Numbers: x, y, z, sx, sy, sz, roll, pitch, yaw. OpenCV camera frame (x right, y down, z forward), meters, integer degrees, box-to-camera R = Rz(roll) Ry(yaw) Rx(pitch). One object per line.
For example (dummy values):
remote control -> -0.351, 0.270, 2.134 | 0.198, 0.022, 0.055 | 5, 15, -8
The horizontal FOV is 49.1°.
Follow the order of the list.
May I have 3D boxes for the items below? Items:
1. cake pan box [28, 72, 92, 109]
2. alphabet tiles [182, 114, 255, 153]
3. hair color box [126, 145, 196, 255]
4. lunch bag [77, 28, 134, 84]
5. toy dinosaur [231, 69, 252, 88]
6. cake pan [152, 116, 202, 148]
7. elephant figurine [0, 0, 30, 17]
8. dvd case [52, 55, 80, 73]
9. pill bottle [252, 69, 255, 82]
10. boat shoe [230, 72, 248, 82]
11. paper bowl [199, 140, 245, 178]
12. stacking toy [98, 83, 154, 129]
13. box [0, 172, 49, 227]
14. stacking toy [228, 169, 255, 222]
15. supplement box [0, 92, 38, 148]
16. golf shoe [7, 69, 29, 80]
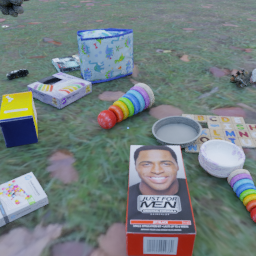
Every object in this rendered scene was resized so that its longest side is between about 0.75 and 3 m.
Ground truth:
cake pan box -> -2.603, -1.494, 10.711 | 1.852, 0.484, 1.706 | 23, 38, 30
alphabet tiles -> 2.910, 0.177, 8.571 | 2.418, 0.091, 2.021 | 3, 34, 5
hair color box -> 0.627, 1.426, 6.105 | 1.282, 0.774, 2.526 | 0, 33, 2
lunch bag -> -0.877, -3.078, 11.734 | 2.285, 1.943, 1.456 | -10, 36, -13
toy dinosaur -> 4.687, -1.997, 11.458 | 1.422, 0.547, 0.727 | -18, 79, -43
cake pan -> 1.456, 0.123, 8.385 | 1.460, 0.268, 1.460 | -4, 33, 3
elephant figurine -> -3.160, -3.696, 7.710 | 0.831, 0.911, 1.174 | 4, 59, -1
dvd case -> -2.464, -3.138, 13.365 | 2.033, 0.224, 1.484 | -15, 37, -23
pill bottle -> 5.797, -2.150, 11.465 | 1.255, 0.705, 0.705 | -1, 34, 0
boat shoe -> 4.689, -2.184, 11.860 | 0.923, 0.314, 0.332 | -19, 39, -26
paper bowl -> 2.368, 0.829, 7.170 | 1.095, 0.569, 1.095 | 0, 34, 0
stacking toy -> -0.129, -0.642, 9.248 | 0.927, 0.927, 2.172 | 28, 50, 35
box -> -2.590, 1.606, 6.308 | 1.276, 0.263, 0.994 | -21, 39, -29
stacking toy -> 2.695, 1.536, 6.237 | 0.537, 0.537, 1.258 | -3, 38, -5
supplement box -> -3.304, -0.306, 8.541 | 0.916, 0.911, 1.673 | -9, 35, -13
golf shoe -> -4.794, -2.386, 12.127 | 0.930, 0.361, 0.439 | -20, 39, -28
